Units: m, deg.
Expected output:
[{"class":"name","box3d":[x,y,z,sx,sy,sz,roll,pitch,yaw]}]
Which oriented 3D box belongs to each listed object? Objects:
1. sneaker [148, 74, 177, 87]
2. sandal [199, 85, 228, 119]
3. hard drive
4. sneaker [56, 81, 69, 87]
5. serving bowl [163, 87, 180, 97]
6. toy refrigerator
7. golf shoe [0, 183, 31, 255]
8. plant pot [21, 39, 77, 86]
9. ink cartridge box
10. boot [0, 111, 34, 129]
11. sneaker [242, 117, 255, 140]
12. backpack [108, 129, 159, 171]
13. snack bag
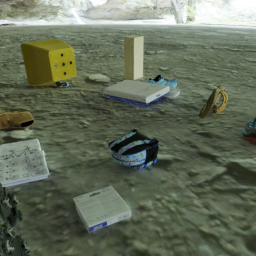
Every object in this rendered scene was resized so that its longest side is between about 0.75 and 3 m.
[{"class":"sneaker","box3d":[1.863,-2.456,14.953,1.798,0.809,0.705,-12,29,-24]},{"class":"sandal","box3d":[3.889,-1.123,12.151,0.796,1.183,2.946,34,32,16]},{"class":"hard drive","box3d":[0.382,-1.833,13.806,2.755,0.349,1.817,17,35,40]},{"class":"sneaker","box3d":[-3.647,-2.417,15.580,0.802,0.314,0.361,10,8,14]},{"class":"serving bowl","box3d":[2.099,-1.764,14.085,1.005,0.331,1.005,1,26,0]},{"class":"toy refrigerator","box3d":[0.310,-4.202,16.689,0.849,2.427,0.921,19,33,35]},{"class":"golf shoe","box3d":[-2.634,2.285,5.327,1.251,1.030,2.648,-30,34,-11]},{"class":"plant pot","box3d":[-4.111,-3.540,15.315,2.030,2.301,2.301,18,31,40]},{"class":"ink cartridge box","box3d":[-0.644,1.894,6.694,1.076,0.237,1.096,-13,27,-25]},{"class":"boot","box3d":[-4.449,-0.230,10.715,1.701,0.626,0.642,-18,42,-35]},{"class":"sneaker","box3d":[5.048,-0.467,10.244,1.122,1.351,2.828,19,32,34]},{"class":"backpack","box3d":[0.108,0.711,8.356,1.320,0.888,1.205,-20,32,-37]},{"class":"snack bag","box3d":[-3.702,1.005,8.476,2.348,0.267,2.490,-10,27,-18]}]
